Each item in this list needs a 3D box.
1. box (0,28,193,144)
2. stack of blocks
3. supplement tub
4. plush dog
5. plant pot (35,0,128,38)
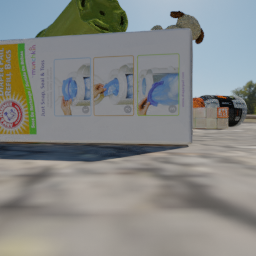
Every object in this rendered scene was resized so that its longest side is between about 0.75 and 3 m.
[{"bbox_3d":[-0.347,-0.385,3.231,2.090,1.059,1.175,0,1,10],"label":"box"},{"bbox_3d":[2.135,-0.328,9.627,2.341,0.686,1.348,0,1,12],"label":"stack of blocks"},{"bbox_3d":[4.274,-0.824,13.543,2.503,1.533,1.533,0,1,-20],"label":"supplement tub"},{"bbox_3d":[1.549,-2.716,8.164,1.494,1.283,1.199,39,-2,-18],"label":"plush dog"},{"bbox_3d":[-1.378,-2.933,9.071,2.816,2.816,2.674,-1,-21,-34],"label":"plant pot"}]
